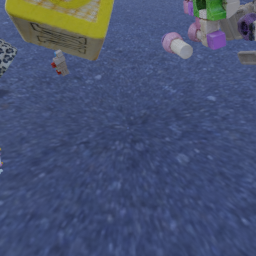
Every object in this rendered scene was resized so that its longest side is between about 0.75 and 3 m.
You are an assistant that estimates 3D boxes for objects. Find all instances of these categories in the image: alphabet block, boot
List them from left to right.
[{"bbox_3d":[-3.608,-1.891,6.038,1.004,2.101,2.781,-61,29,-4],"label":"boot"},{"bbox_3d":[-1.583,-3.334,7.333,2.314,2.302,2.357,12,0,-11],"label":"alphabet block"}]

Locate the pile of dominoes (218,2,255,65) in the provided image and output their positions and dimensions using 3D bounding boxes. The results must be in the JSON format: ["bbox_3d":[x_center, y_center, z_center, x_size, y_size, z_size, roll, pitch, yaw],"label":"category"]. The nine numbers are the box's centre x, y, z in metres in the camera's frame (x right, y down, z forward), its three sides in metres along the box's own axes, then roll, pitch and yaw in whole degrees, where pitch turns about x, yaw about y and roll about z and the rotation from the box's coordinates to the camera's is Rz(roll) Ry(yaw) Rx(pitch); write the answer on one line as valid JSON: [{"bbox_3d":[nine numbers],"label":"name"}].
[{"bbox_3d":[2.763,-2.278,5.407,0.450,2.203,2.826,-35,21,-8],"label":"pile of dominoes"}]

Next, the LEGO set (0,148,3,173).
[{"bbox_3d":[-2.166,0.377,4.310,0.377,0.819,0.305,-32,18,-21],"label":"LEGO set"}]

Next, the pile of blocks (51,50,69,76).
[{"bbox_3d":[-1.394,-1.286,5.502,0.270,0.868,0.356,-33,83,-12],"label":"pile of blocks"}]

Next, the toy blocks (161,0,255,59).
[{"bbox_3d":[1.221,-2.098,4.565,1.598,1.494,1.345,-17,32,-5],"label":"toy blocks"}]
